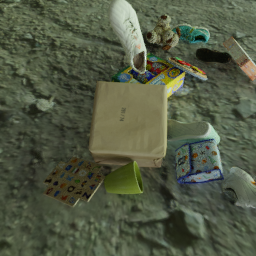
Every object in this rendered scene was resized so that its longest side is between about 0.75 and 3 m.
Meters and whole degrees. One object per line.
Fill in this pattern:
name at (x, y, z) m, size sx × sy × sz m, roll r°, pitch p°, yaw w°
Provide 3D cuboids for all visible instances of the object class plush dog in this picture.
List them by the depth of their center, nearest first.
plush dog at (2.028, -4.987, 15.333) m, size 1.532 × 1.431 × 1.783 m, roll 37°, pitch 87°, yaw 11°

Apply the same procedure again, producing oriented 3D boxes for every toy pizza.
toy pizza at (2.801, -2.859, 13.134) m, size 2.142 × 0.339 × 2.142 m, roll 23°, pitch 19°, yaw -9°

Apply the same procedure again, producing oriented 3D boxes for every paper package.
paper package at (0.054, -0.153, 10.331) m, size 2.717 × 1.475 × 2.850 m, roll 3°, pitch 67°, yaw 3°

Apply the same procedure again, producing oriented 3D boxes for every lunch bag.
lunch bag at (2.452, 1.218, 9.959) m, size 1.576 × 0.976 × 1.340 m, roll -14°, pitch 49°, yaw 21°

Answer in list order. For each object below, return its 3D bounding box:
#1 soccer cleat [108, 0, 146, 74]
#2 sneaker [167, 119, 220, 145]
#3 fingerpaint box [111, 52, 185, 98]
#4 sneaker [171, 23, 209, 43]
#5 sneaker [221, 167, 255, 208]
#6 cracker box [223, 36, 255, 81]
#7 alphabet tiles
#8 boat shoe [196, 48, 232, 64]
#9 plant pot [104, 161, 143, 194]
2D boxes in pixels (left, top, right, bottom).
soccer cleat at (0.126, -3.275, 10.215) m, size 1.003 × 2.894 × 1.122 m, roll -28°, pitch 48°, yaw -2°
sneaker at (2.324, 0.339, 10.923) m, size 2.428 × 1.432 × 0.893 m, roll 2°, pitch 67°, yaw 44°
fingerpaint box at (0.923, -2.144, 12.866) m, size 2.209 × 0.971 × 2.647 m, roll 37°, pitch 59°, yaw 27°
sneaker at (3.431, -5.217, 15.627) m, size 2.237 × 0.867 × 0.891 m, roll 4°, pitch 58°, yaw 3°
sneaker at (4.118, 2.368, 9.231) m, size 1.052 × 0.866 × 2.287 m, roll -43°, pitch 59°, yaw -12°
cracker box at (5.582, -3.407, 13.717) m, size 1.356 × 0.584 × 2.025 m, roll 27°, pitch 34°, yaw -38°
alphabet tiles at (-1.899, 1.801, 9.727) m, size 2.102 × 0.067 × 1.749 m, roll 13°, pitch 50°, yaw 30°
boat shoe at (4.440, -3.675, 14.454) m, size 1.864 × 0.705 × 0.688 m, roll 24°, pitch 23°, yaw 29°
plant pot at (-0.191, 1.790, 9.549) m, size 1.167 × 1.092 × 1.092 m, roll -15°, pitch 49°, yaw 9°
